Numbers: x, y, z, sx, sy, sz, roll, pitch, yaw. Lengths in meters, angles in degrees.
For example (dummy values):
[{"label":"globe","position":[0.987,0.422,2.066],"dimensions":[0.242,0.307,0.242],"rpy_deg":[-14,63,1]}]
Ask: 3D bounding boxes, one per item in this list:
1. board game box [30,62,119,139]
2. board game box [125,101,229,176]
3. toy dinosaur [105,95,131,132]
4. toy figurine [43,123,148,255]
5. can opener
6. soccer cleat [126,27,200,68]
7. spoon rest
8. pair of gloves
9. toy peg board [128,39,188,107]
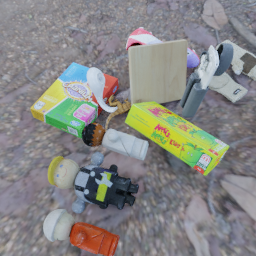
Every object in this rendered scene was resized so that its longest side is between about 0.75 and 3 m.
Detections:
[{"label":"board game box","position":[-1.615,-0.958,8.851],"dimensions":[1.781,0.469,2.328],"rpy_deg":[22,56,15]},{"label":"board game box","position":[1.316,0.166,7.578],"dimensions":[2.547,0.606,1.294],"rpy_deg":[34,24,23]},{"label":"toy dinosaur","position":[-0.283,-0.569,8.572],"dimensions":[1.635,0.494,0.868],"rpy_deg":[-31,59,-23]},{"label":"toy figurine","position":[-0.691,1.204,6.032],"dimensions":[1.658,2.347,2.384],"rpy_deg":[16,35,10]},{"label":"can opener","position":[1.981,-1.111,7.355],"dimensions":[0.832,2.503,0.659],"rpy_deg":[1,60,-9]},{"label":"soccer cleat","position":[1.171,-2.574,9.656],"dimensions":[2.563,0.855,0.980],"rpy_deg":[27,66,5]},{"label":"spoon rest","position":[-0.787,-1.075,8.076],"dimensions":[0.419,1.384,0.687],"rpy_deg":[-15,18,36]},{"label":"pair of gloves","position":[3.525,-1.974,9.635],"dimensions":[1.907,0.393,2.243],"rpy_deg":[39,69,22]},{"label":"toy peg board","position":[0.791,-1.743,8.652],"dimensions":[1.826,1.834,0.897],"rpy_deg":[-13,30,-17]}]
